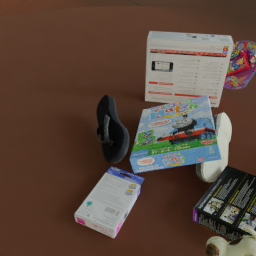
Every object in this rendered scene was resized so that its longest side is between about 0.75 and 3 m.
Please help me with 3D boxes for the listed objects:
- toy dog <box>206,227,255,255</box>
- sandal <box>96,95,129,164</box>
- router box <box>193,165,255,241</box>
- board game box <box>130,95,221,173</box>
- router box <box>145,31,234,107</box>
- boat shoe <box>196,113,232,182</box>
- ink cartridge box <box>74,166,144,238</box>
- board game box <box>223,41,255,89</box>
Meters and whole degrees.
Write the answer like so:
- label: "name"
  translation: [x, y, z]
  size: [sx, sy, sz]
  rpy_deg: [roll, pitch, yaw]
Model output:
- label: "toy dog"
  translation: [1.635, 1.957, 4.370]
  size: [0.824, 0.799, 0.575]
  rpy_deg: [-3, 13, 24]
- label: "sandal"
  translation: [-0.596, -0.001, 7.553]
  size: [0.532, 0.944, 2.483]
  rpy_deg: [19, 30, -31]
- label: "router box"
  translation: [2.309, 1.571, 5.887]
  size: [1.232, 0.422, 1.651]
  rpy_deg: [21, 41, 36]
- label: "board game box"
  translation: [1.219, 0.056, 7.271]
  size: [1.987, 0.481, 2.626]
  rpy_deg: [-12, 26, 17]
- label: "router box"
  translation: [1.830, -1.849, 9.029]
  size: [2.517, 2.259, 0.615]
  rpy_deg: [6, 40, 7]
- label: "boat shoe"
  translation: [2.123, 0.513, 7.324]
  size: [0.729, 0.859, 2.360]
  rpy_deg: [-19, 28, 42]
- label: "ink cartridge box"
  translation: [-0.347, 1.547, 6.133]
  size: [0.927, 0.326, 1.554]
  rpy_deg: [16, 41, 20]
- label: "board game box"
  translation: [3.541, -2.126, 9.155]
  size: [0.325, 1.668, 1.318]
  rpy_deg: [17, 19, -47]
